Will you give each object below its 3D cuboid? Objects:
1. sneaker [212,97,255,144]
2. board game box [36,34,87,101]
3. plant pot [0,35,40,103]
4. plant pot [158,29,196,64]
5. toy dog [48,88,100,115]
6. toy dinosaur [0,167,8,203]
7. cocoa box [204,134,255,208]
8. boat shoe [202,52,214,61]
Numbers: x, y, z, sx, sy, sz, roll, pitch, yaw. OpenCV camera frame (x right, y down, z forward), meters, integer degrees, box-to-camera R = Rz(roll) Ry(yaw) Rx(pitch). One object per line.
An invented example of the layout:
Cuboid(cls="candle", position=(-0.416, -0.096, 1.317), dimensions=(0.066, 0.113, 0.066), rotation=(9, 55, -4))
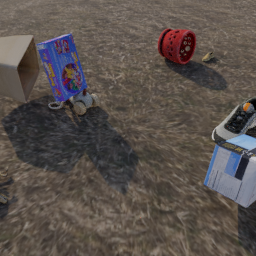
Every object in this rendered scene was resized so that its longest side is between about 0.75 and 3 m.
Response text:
Cuboid(cls="sneaker", position=(4.098, -0.260, 10.461), dimensions=(1.066, 1.143, 2.884), rotation=(33, 52, 29))
Cuboid(cls="board game box", position=(-2.529, -2.380, 11.042), dimensions=(0.505, 2.258, 1.518), rotation=(2, 29, 31))
Cuboid(cls="plant pot", position=(-4.950, -2.554, 11.583), dimensions=(1.823, 2.059, 2.057), rotation=(10, 54, -2))
Cuboid(cls="plant pot", position=(2.503, -4.332, 14.725), dimensions=(1.539, 1.690, 1.690), rotation=(23, 46, 36))
Cuboid(cls="toy dog", position=(-2.282, -1.445, 11.829), dimensions=(2.207, 1.063, 1.456), rotation=(12, 43, 14))
Cuboid(cls="toy dinosaur", position=(-4.781, 1.444, 8.805), dimensions=(2.707, 0.788, 1.369), rotation=(16, 45, 17))
Cuboid(cls="cocoa box", position=(3.329, 1.113, 7.997), dimensions=(1.308, 1.329, 1.993), rotation=(26, 25, 38))
Cuboid(cls="boat shoe", position=(4.345, -3.907, 15.166), dimensions=(0.331, 0.352, 0.925), rotation=(33, 51, 31))
